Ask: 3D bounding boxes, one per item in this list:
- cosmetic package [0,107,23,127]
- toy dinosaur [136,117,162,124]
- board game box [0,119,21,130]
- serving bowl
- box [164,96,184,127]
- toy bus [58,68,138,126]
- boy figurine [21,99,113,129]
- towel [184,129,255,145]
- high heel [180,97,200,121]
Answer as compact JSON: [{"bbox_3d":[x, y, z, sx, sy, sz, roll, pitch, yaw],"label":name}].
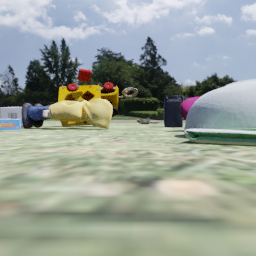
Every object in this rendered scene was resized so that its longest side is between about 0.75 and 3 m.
[{"bbox_3d":[-3.711,-0.385,9.916,0.894,0.705,1.661,-1,1,3],"label":"cosmetic package"},{"bbox_3d":[1.057,-0.381,15.652,1.553,0.369,0.685,0,16,-23],"label":"toy dinosaur"},{"bbox_3d":[-3.513,-0.105,7.738,1.043,0.292,1.022,-1,2,-18],"label":"board game box"},{"bbox_3d":[2.118,-0.319,4.515,2.365,0.778,2.365,1,-2,0],"label":"serving bowl"},{"bbox_3d":[1.616,-0.577,10.023,0.672,1.082,1.091,0,2,6],"label":"box"},{"bbox_3d":[-1.294,-0.747,10.417,2.675,1.382,2.524,-32,-43,32],"label":"toy bus"},{"bbox_3d":[-1.686,-0.407,8.309,2.742,0.883,1.705,1,2,17],"label":"boy figurine"},{"bbox_3d":[1.517,0.078,3.747,1.214,0.186,1.591,0,2,28],"label":"towel"},{"bbox_3d":[2.470,-0.408,6.827,2.599,0.876,1.249,3,-11,-39],"label":"high heel"}]
